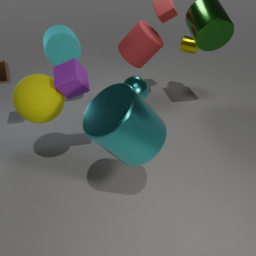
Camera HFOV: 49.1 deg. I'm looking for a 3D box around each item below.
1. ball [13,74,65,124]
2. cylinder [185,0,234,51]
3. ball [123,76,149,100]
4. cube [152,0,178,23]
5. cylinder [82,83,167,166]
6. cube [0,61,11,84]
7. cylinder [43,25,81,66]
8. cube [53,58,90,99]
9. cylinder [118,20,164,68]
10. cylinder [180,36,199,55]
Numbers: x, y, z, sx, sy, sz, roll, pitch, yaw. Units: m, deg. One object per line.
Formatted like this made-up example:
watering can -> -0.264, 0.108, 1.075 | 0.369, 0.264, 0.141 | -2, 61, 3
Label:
ball -> -2.515, -0.825, 7.956 | 1.400, 1.400, 1.400 | 0, 33, 0
cylinder -> 2.991, -3.831, 10.366 | 1.400, 1.400, 1.400 | -6, 56, -9
ball -> 0.169, -0.943, 6.984 | 0.700, 0.700, 0.700 | 0, 33, 0
cube -> 1.475, -4.746, 11.135 | 0.700, 0.700, 0.700 | -23, -10, 20
cylinder -> -0.060, -0.051, 6.318 | 1.400, 1.400, 1.400 | -23, 46, 27
cube -> -4.503, -1.887, 9.636 | 0.700, 0.700, 0.700 | -8, 6, -11
cylinder -> -2.716, -3.363, 11.462 | 1.400, 1.400, 1.400 | -9, 33, -14
cube -> -1.540, -1.335, 7.656 | 0.700, 0.700, 0.700 | -19, 61, 14
cylinder -> 0.531, -3.489, 11.764 | 1.400, 1.400, 1.400 | 33, 34, -25
cylinder -> 2.771, -3.687, 12.463 | 0.700, 0.700, 0.700 | 19, 37, 21
